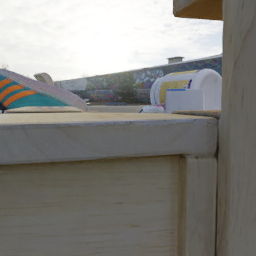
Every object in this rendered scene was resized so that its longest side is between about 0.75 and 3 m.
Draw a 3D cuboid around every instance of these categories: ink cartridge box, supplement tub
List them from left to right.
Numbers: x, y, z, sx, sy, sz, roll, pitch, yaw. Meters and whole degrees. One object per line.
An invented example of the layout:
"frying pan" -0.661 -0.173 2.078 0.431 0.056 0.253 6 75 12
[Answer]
"supplement tub" 2.514 -1.438 12.213 2.042 2.042 2.808 -4 6 -35
"ink cartridge box" 1.865 -0.681 9.028 1.139 1.119 1.548 1 6 15

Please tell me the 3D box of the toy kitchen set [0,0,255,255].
"toy kitchen set" 0.275 -0.130 1.516 1.777 1.450 1.604 -1 6 -14

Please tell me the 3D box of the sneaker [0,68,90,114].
"sneaker" -1.506 -0.244 3.701 1.902 0.679 0.760 15 52 18

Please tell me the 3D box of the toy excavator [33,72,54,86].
"toy excavator" -3.570 -1.084 8.702 1.164 2.266 2.330 1 -20 34

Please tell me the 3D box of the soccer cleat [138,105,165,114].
"soccer cleat" 1.032 -0.654 12.403 0.736 0.596 1.705 -20 11 -20
